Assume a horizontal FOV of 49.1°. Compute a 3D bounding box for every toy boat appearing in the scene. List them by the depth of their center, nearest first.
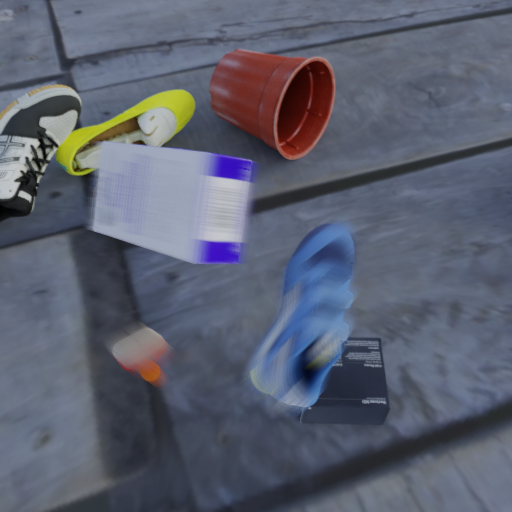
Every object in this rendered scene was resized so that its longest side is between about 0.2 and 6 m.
[{"bbox_3d":[-1.262,1.154,6.281,0.537,0.823,0.538,-27,102,-19],"label":"toy boat"}]

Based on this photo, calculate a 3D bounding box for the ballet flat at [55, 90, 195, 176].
[{"bbox_3d":[-2.279,-2.168,10.248,2.783,0.930,0.933,-25,41,-11],"label":"ballet flat"}]

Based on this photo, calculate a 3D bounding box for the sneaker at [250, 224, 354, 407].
[{"bbox_3d":[0.614,0.625,5.631,0.708,1.914,0.787,16,4,-28],"label":"sneaker"}]

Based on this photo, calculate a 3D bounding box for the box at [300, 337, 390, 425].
[{"bbox_3d":[1.140,1.667,7.512,1.123,0.585,1.023,1,51,1],"label":"box"}]

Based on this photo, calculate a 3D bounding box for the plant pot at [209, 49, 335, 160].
[{"bbox_3d":[0.220,-2.978,10.483,1.801,1.852,1.852,28,57,30],"label":"plant pot"}]

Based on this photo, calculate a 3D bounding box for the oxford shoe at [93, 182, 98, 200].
[{"bbox_3d":[-1.625,-1.130,9.482,2.420,0.905,0.852,8,53,6],"label":"oxford shoe"}]

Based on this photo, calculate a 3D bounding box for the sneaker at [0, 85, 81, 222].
[{"bbox_3d":[-3.939,-1.375,9.308,3.221,1.218,1.412,-45,71,-1],"label":"sneaker"}]

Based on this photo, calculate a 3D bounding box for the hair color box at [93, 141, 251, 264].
[{"bbox_3d":[-0.863,-0.544,5.357,1.737,0.949,0.563,16,11,42],"label":"hair color box"}]
